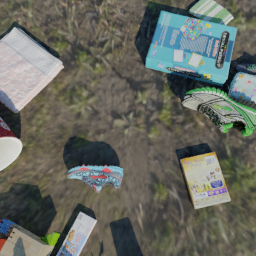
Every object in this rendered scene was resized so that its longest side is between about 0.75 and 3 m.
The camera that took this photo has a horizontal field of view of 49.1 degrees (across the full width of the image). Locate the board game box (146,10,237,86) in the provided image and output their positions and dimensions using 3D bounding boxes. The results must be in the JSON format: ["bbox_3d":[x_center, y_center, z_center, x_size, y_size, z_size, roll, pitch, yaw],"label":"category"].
[{"bbox_3d":[2.227,-2.838,9.913,2.771,0.650,2.092,16,72,5],"label":"board game box"}]

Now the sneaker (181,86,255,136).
[{"bbox_3d":[2.923,-0.532,8.933,2.576,1.005,1.097,19,72,6],"label":"sneaker"}]

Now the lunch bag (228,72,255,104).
[{"bbox_3d":[4.066,-1.191,9.410,1.383,0.533,1.109,19,74,7],"label":"lunch bag"}]

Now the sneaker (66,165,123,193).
[{"bbox_3d":[-1.004,1.524,8.393,1.723,0.683,0.823,0,72,0],"label":"sneaker"}]

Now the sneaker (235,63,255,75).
[{"bbox_3d":[4.409,-2.114,9.717,1.271,0.556,0.473,8,71,2],"label":"sneaker"}]

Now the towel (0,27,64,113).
[{"bbox_3d":[-3.942,-2.115,9.803,2.547,0.411,2.432,38,75,13],"label":"towel"}]

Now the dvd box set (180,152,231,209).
[{"bbox_3d":[2.351,1.597,8.600,1.135,0.228,1.551,-13,72,-4],"label":"dvd box set"}]

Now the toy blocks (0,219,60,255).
[{"bbox_3d":[-3.337,3.698,7.462,1.839,1.344,2.690,20,71,19],"label":"toy blocks"}]

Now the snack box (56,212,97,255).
[{"bbox_3d":[-1.511,3.244,8.045,0.554,0.187,1.541,26,73,9],"label":"snack box"}]

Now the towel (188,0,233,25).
[{"bbox_3d":[3.183,-4.359,10.717,1.094,0.168,1.434,-43,75,-13],"label":"towel"}]

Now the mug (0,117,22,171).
[{"bbox_3d":[-4.886,-0.008,8.205,2.414,1.815,2.720,-21,63,-45],"label":"mug"}]
